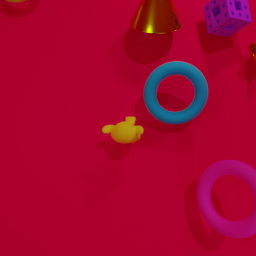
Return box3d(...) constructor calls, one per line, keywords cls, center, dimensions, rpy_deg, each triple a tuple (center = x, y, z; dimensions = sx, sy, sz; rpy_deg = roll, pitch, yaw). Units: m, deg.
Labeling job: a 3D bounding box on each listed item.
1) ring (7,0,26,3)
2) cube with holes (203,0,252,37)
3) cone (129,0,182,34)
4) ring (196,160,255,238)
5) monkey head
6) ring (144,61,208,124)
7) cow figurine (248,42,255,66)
box3d(cls="ring", center=(-3.015, -4.042, 7.586), dimensions=(1.296, 0.259, 1.296), rpy_deg=(0, 86, 6))
box3d(cls="cube with holes", center=(2.583, -2.975, 7.319), dimensions=(0.779, 0.779, 0.779), rpy_deg=(-1, 79, -28))
box3d(cls="cone", center=(0.718, -3.262, 6.937), dimensions=(1.379, 1.384, 1.379), rpy_deg=(0, 39, 0))
box3d(cls="ring", center=(2.180, 1.482, 5.932), dimensions=(1.612, 0.322, 1.612), rpy_deg=(-6, 81, 44))
box3d(cls="monkey head", center=(-0.049, 0.010, 6.603), dimensions=(1.021, 0.615, 0.734), rpy_deg=(1, 72, 22))
box3d(cls="ring", center=(1.144, -0.824, 6.759), dimensions=(1.536, 0.307, 1.536), rpy_deg=(2, 110, 4))
box3d(cls="cow figurine", center=(3.891, -2.130, 7.081), dimensions=(1.501, 0.824, 1.477), rpy_deg=(1, 54, 42))
